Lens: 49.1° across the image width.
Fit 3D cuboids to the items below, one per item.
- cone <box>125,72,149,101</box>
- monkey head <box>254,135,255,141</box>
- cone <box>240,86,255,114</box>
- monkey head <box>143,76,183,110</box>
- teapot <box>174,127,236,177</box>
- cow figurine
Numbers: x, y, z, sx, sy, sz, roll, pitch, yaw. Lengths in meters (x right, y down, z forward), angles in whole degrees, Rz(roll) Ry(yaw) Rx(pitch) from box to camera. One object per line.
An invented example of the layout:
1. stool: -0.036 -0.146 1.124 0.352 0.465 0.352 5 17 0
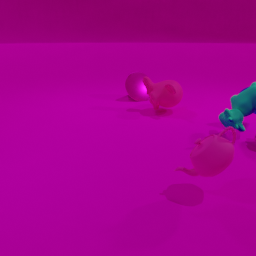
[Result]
1. cone: 0.227 -1.588 11.884 1.229 1.229 1.234 -8 -6 -23
2. monkey head: 3.627 0.080 6.623 0.951 1.136 1.579 40 -5 -7
3. cone: 3.584 -0.616 7.937 0.849 0.849 0.852 3 38 10
4. monkey head: 1.201 -1.312 9.521 1.141 1.362 1.893 -27 1 13
5. teapot: 1.273 0.429 4.504 0.573 1.170 0.727 45 10 -3
6. cow figurine: 2.905 -0.521 6.975 1.306 0.717 1.285 -40 4 28
